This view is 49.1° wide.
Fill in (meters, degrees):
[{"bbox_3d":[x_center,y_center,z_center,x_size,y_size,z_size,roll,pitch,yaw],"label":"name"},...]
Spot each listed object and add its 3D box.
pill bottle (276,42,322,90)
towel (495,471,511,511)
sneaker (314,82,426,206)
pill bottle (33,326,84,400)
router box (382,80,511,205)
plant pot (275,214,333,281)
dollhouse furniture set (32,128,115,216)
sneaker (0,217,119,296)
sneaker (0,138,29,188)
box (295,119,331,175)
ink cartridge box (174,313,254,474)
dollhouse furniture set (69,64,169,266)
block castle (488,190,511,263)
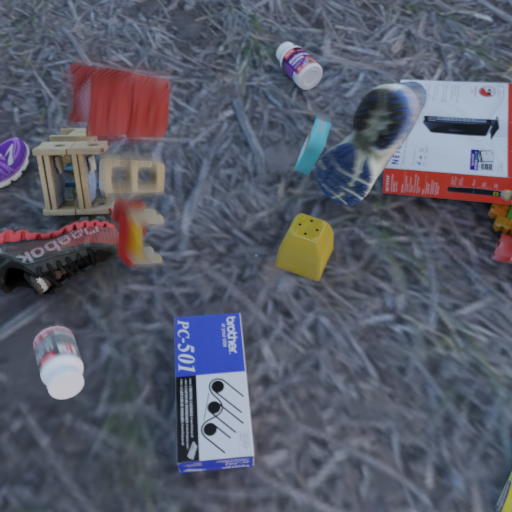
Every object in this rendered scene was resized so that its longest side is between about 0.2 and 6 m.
[{"bbox_3d":[0.942,-4.345,12.706,0.640,0.640,1.149,-24,58,-17],"label":"pill bottle"},{"bbox_3d":[4.202,3.333,7.389,1.830,0.208,1.314,30,59,20],"label":"towel"},{"bbox_3d":[2.032,-1.880,9.641,1.179,2.767,1.066,-36,80,-35],"label":"sneaker"},{"bbox_3d":[-2.199,1.190,6.269,0.460,0.460,0.793,-23,40,-16],"label":"pill bottle"},{"bbox_3d":[3.918,-2.306,10.973,2.508,0.683,2.795,7,53,15],"label":"router box"},{"bbox_3d":[0.856,-0.232,9.588,0.824,0.849,0.830,19,57,13],"label":"plant pot"},{"bbox_3d":[-3.256,-1.649,10.643,1.221,1.228,1.742,-1,24,-1],"label":"dollhouse furniture set"},{"bbox_3d":[-3.242,0.064,9.355,2.483,0.878,1.213,-8,54,-3],"label":"sneaker"},{"bbox_3d":[-5.230,-1.663,10.635,0.813,0.841,2.015,33,60,21],"label":"sneaker"},{"bbox_3d":[1.008,-1.937,10.078,0.289,1.175,0.483,19,72,-3],"label":"box"},{"bbox_3d":[-0.653,1.945,8.220,1.049,0.493,2.231,-4,54,-4],"label":"ink cartridge box"},{"bbox_3d":[-1.988,-1.288,7.918,1.057,2.600,1.399,-3,19,-27],"label":"dollhouse furniture set"},{"bbox_3d":[4.876,-1.131,9.720,1.188,1.692,2.532,22,55,19],"label":"block castle"}]
